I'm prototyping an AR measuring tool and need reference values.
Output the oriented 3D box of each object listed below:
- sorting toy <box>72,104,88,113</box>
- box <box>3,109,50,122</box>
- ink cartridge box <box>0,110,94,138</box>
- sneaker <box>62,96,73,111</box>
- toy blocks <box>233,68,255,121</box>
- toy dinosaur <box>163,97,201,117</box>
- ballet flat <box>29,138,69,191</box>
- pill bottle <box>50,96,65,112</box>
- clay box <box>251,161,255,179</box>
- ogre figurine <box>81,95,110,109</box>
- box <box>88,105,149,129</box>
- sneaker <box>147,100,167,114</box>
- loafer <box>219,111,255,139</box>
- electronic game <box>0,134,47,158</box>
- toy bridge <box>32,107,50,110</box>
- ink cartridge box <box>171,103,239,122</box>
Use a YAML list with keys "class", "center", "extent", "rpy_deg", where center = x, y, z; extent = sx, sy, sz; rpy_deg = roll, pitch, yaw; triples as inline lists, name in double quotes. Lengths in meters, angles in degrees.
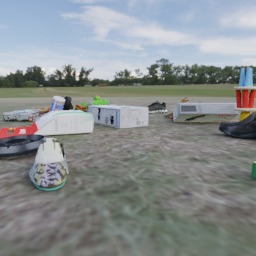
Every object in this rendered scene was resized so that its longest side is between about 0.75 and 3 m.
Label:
- class: "sorting toy"
  center: [-1.974, -0.768, 13.214]
  extent: [1.235, 0.433, 2.562]
  rpy_deg: [23, 15, 16]
- class: "box"
  center: [-4.785, -0.624, 13.547]
  extent: [1.436, 0.418, 2.098]
  rpy_deg: [1, 8, 8]
- class: "ink cartridge box"
  center: [-2.888, -0.206, 9.741]
  extent: [2.934, 0.735, 2.361]
  rpy_deg: [-1, 8, -21]
- class: "sneaker"
  center: [-3.078, -1.158, 14.420]
  extent: [0.623, 0.521, 1.373]
  rpy_deg: [7, -31, -26]
- class: "toy blocks"
  center: [4.497, -0.922, 9.405]
  extent: [1.807, 2.168, 0.787]
  rpy_deg: [1, 8, 12]
- class: "toy dinosaur"
  center: [2.745, -0.744, 13.808]
  extent: [2.949, 0.891, 1.566]
  rpy_deg: [-4, -23, 31]
- class: "ballet flat"
  center: [-1.369, 0.506, 4.851]
  extent: [0.648, 0.648, 1.802]
  rpy_deg: [-2, 9, -13]
- class: "pill bottle"
  center: [-3.396, -0.953, 13.350]
  extent: [0.577, 1.029, 0.577]
  rpy_deg: [19, 22, -8]
- class: "clay box"
  center: [2.772, 0.687, 4.646]
  extent: [1.261, 0.300, 0.725]
  rpy_deg: [-4, 9, -27]
- class: "ogre figurine"
  center: [-1.977, -1.374, 17.200]
  extent: [2.109, 1.035, 1.265]
  rpy_deg: [12, -18, -34]
- class: "box"
  center: [-0.469, -0.530, 11.697]
  extent: [1.453, 0.749, 2.491]
  rpy_deg: [-6, 9, -35]
- class: "sneaker"
  center: [1.558, -1.281, 16.950]
  extent: [1.728, 0.782, 0.574]
  rpy_deg: [-2, 7, -15]
- class: "loafer"
  center: [3.784, -0.098, 8.290]
  extent: [0.846, 0.840, 2.323]
  rpy_deg: [-8, 11, -41]
- class: "electronic game"
  center: [-2.560, 0.419, 6.477]
  extent: [1.515, 0.315, 1.515]
  rpy_deg: [-4, 11, 1]
- class: "toy bridge"
  center: [-5.479, -1.257, 18.697]
  extent: [1.857, 0.253, 0.624]
  rpy_deg: [0, 5, 2]
- class: "ink cartridge box"
  center: [3.266, -0.507, 12.430]
  extent: [2.512, 0.547, 2.180]
  rpy_deg: [0, -17, -1]
